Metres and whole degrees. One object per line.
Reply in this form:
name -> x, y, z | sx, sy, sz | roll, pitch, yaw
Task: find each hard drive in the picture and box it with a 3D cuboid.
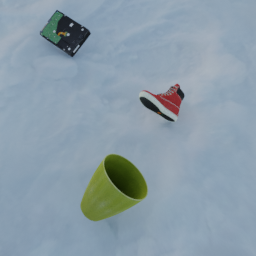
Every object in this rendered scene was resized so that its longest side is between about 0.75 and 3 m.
hard drive -> -2.333, -3.491, 10.339 | 1.654, 0.313, 1.155 | 35, 87, 16

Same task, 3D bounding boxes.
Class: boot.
boot -> 1.047, -0.993, 8.355 | 0.558, 1.541, 1.112 | 6, 71, 54

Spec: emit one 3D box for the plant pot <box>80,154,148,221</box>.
plant pot -> -0.463, 1.542, 6.604 | 1.393, 1.304, 1.304 | -47, 60, 23
